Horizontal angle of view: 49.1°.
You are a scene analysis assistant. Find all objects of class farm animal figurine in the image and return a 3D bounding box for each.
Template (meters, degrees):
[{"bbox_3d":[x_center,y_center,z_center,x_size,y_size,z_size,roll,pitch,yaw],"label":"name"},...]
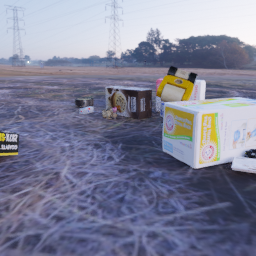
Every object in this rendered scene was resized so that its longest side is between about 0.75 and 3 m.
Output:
[{"bbox_3d":[-0.769,-0.624,12.353,0.997,0.526,1.008,-5,13,37],"label":"farm animal figurine"}]

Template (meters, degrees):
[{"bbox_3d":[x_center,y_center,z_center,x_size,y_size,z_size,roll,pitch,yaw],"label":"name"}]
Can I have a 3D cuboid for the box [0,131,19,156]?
[{"bbox_3d":[-4.477,0.325,6.734,2.795,0.690,2.232,2,-5,6],"label":"box"}]

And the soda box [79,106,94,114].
[{"bbox_3d":[-2.023,-0.868,13.744,0.283,0.263,0.830,8,16,28],"label":"soda box"}]

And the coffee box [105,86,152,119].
[{"bbox_3d":[-0.003,-1.237,13.081,0.911,1.290,2.282,-13,18,-42],"label":"coffee box"}]

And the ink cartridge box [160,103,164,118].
[{"bbox_3d":[2.354,-0.535,11.591,1.335,0.628,2.840,-1,13,-9],"label":"ink cartridge box"}]

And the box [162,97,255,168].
[{"bbox_3d":[2.505,0.009,7.648,2.793,1.416,1.571,-6,15,-24],"label":"box"}]

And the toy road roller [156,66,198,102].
[{"bbox_3d":[2.047,-1.482,11.795,1.255,1.491,2.043,21,51,15],"label":"toy road roller"}]

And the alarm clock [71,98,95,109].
[{"bbox_3d":[-2.329,-1.428,15.534,1.046,0.516,1.551,6,17,25],"label":"alarm clock"}]

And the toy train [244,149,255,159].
[{"bbox_3d":[3.808,0.692,7.017,1.741,0.399,0.297,1,14,3],"label":"toy train"}]

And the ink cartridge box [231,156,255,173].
[{"bbox_3d":[2.901,0.931,6.423,0.973,0.217,0.857,6,15,25],"label":"ink cartridge box"}]

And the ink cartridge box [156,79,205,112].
[{"bbox_3d":[2.547,-1.562,13.696,2.212,1.621,0.916,6,15,25],"label":"ink cartridge box"}]

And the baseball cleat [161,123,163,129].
[{"bbox_3d":[1.441,0.016,9.959,0.510,0.334,0.958,-11,17,-40],"label":"baseball cleat"}]
